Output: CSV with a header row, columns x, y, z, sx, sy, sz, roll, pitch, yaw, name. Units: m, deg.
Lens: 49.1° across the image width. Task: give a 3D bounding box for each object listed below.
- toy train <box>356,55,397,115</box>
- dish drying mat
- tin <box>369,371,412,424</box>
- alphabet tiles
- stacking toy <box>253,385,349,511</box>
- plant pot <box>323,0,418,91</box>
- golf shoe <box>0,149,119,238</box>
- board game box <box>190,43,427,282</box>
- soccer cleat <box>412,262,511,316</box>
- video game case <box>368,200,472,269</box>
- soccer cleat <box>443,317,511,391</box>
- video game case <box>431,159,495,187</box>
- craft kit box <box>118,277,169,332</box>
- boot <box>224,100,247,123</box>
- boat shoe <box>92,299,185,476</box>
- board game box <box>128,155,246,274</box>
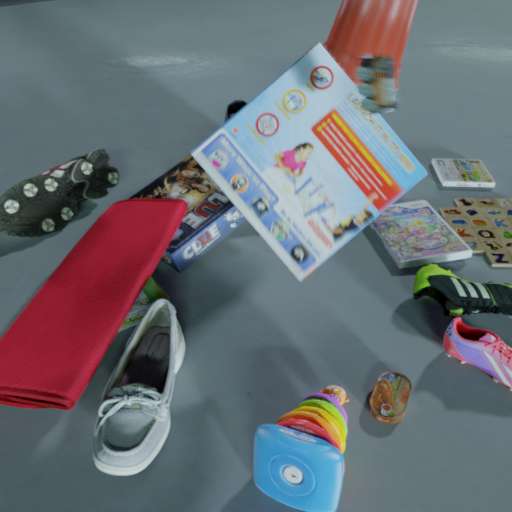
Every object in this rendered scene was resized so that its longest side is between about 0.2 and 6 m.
x,y,z,sx,sy,sz,roll,pitch,yaw,name
1.462,-2.054,6.742,0.418,0.734,0.313,6,39,32,toy train
-2.728,0.524,9.493,1.829,0.433,4.763,3,41,16,dish drying mat
1.964,2.062,8.174,0.516,0.193,0.921,11,36,23,tin
5.325,-0.567,12.082,2.276,0.087,2.735,0,35,1,alphabet tiles
0.822,2.252,7.371,1.128,1.067,1.944,12,24,22,stacking toy
2.412,-4.735,11.812,1.941,1.887,1.941,12,31,-8,plant pot
-4.559,-1.320,12.510,1.424,1.248,3.233,-1,27,39,golf shoe
0.772,-1.371,8.480,2.471,2.524,0.705,-40,3,2,board game box
3.737,0.769,9.748,2.023,0.683,0.820,18,58,23,soccer cleat
3.323,-0.508,11.834,1.529,0.192,2.136,-9,35,-7,video game case
3.703,1.525,8.520,1.729,0.661,0.577,24,41,31,soccer cleat
5.251,-2.128,14.297,1.260,0.158,1.385,2,34,3,video game case
-2.608,0.722,9.972,1.601,0.393,1.621,-23,41,-26,craft kit box
-0.576,-2.804,13.890,1.140,1.479,3.052,-5,28,6,boot
-1.624,1.769,7.957,1.019,0.887,2.766,5,35,7,boat shoe
-1.103,-1.274,11.896,3.321,0.575,2.250,-41,49,-23,board game box
